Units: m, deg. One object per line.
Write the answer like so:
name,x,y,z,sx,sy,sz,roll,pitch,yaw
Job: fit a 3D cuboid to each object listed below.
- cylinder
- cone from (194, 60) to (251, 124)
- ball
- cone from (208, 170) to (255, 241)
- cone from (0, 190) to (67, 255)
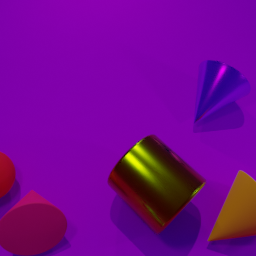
cylinder,0.548,1.067,5.448,1.384,1.384,1.384,-39,70,-23
cone,2.014,-0.672,6.946,1.410,1.410,1.415,32,81,19
ball,-2.873,0.967,5.738,1.062,1.062,1.062,0,57,0
cone,2.066,1.759,5.354,1.353,1.348,1.348,-38,62,3
cone,-1.893,1.592,5.549,1.213,1.213,1.217,-18,29,-11
